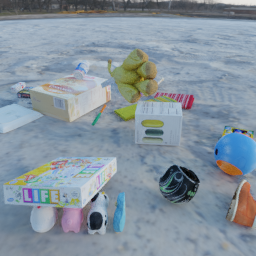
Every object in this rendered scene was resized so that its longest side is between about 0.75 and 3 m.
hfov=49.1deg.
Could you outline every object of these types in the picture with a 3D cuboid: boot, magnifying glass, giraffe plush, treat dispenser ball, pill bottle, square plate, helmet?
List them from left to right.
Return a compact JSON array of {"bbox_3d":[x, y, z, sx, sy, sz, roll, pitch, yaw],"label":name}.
[{"bbox_3d":[-5.060,-0.518,11.981,2.015,0.289,2.034,17,33,31],"label":"square plate"},{"bbox_3d":[-2.156,-2.753,13.153,0.540,0.540,0.961,8,49,15],"label":"pill bottle"},{"bbox_3d":[-1.017,-0.454,9.887,0.900,0.101,0.358,-62,16,-20],"label":"magnifying glass"},{"bbox_3d":[0.331,-1.914,10.976,2.219,1.914,1.799,-4,3,28],"label":"giraffe plush"},{"bbox_3d":[1.308,1.516,7.389,1.001,0.954,1.001,34,17,-12],"label":"helmet"},{"bbox_3d":[3.262,0.780,8.421,1.290,1.290,1.290,0,28,0],"label":"treat dispenser ball"},{"bbox_3d":[3.047,1.926,7.151,0.771,0.539,1.437,18,40,22],"label":"boot"}]

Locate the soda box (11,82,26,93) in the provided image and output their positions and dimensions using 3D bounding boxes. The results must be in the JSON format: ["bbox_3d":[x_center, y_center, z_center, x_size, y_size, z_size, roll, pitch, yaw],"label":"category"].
[{"bbox_3d":[-5.936,-2.206,15.166,0.318,0.297,0.934,6,28,12],"label":"soda box"}]

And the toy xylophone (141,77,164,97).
[{"bbox_3d":[0.923,-2.336,15.087,1.735,0.595,2.370,12,30,22],"label":"toy xylophone"}]

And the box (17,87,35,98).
[{"bbox_3d":[-4.824,-1.824,14.473,1.408,0.265,0.961,4,28,7],"label":"box"}]

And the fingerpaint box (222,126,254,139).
[{"bbox_3d":[4.003,0.335,10.245,1.045,0.383,0.872,12,30,21],"label":"fingerpaint box"}]

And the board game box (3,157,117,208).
[{"bbox_3d":[-1.523,1.269,7.202,1.834,0.467,2.728,-1,7,13],"label":"board game box"}]

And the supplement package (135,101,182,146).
[{"bbox_3d":[1.110,-0.182,10.300,1.619,1.229,1.220,3,28,6],"label":"supplement package"}]

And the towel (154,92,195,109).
[{"bbox_3d":[2.201,-1.336,13.611,1.921,0.216,1.389,7,31,17],"label":"towel"}]

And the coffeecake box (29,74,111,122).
[{"bbox_3d":[-2.571,-1.539,13.035,2.292,1.091,2.986,16,31,28],"label":"coffeecake box"}]

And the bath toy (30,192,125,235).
[{"bbox_3d":[-1.203,1.949,6.703,2.271,0.839,0.988,-1,28,0],"label":"bath toy"}]

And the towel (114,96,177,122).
[{"bbox_3d":[0.811,-0.923,12.660,2.701,0.244,1.163,-18,27,-22],"label":"towel"}]
